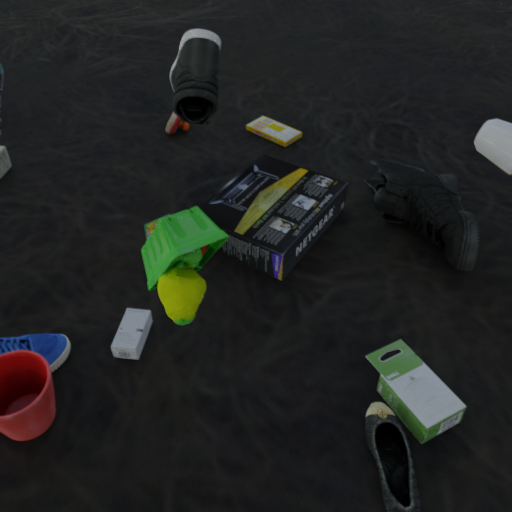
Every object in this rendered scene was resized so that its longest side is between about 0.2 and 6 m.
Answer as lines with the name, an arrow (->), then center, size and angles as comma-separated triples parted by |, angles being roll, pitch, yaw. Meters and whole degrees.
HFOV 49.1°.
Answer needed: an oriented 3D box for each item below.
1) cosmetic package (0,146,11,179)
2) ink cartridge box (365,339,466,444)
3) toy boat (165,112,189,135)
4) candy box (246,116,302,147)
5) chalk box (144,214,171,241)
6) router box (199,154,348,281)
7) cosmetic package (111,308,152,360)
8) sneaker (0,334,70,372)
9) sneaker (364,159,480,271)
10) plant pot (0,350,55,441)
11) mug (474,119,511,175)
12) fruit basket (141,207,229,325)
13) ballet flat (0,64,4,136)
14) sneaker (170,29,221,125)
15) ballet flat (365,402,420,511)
cosmetic package -> -6.405, -2.079, 13.337 | 0.512, 0.606, 1.173 | 7, 41, 8
ink cartridge box -> 2.436, 2.089, 8.797 | 0.782, 0.447, 1.506 | -20, 46, -21
toy boat -> -2.072, -3.580, 15.157 | 0.564, 0.563, 0.863 | 26, 40, -17
candy box -> 0.471, -3.359, 15.067 | 1.398, 0.185, 0.714 | 31, 53, 30
chalk box -> -1.841, -0.378, 11.408 | 0.642, 0.638, 1.029 | -30, 50, -30
router box -> 0.323, -0.949, 11.954 | 2.240, 0.744, 2.849 | 24, 47, 24
cosmetic package -> -2.146, 1.344, 9.723 | 0.458, 0.333, 0.900 | 5, 43, 5
sneaker -> -4.091, 1.519, 8.895 | 2.088, 1.162, 0.802 | -17, 45, -18
sneaker -> 3.363, -0.962, 11.806 | 1.884, 1.085, 3.612 | 4, 37, 4
plant pot -> -3.504, 2.141, 8.295 | 1.134, 1.003, 1.134 | 1, 46, -1
mug -> 4.400, -1.954, 10.093 | 0.853, 1.039, 0.832 | 36, 57, 22
fruit basket -> -0.784, 0.170, 6.236 | 0.844, 1.171, 1.171 | -24, 47, -32
ballet flat -> -4.630, -2.327, 9.301 | 0.736, 0.736, 2.047 | 1, 75, 2
sneaker -> -0.992, -2.430, 8.610 | 0.767, 2.170, 1.076 | 8, 80, -10
ballet flat -> 1.961, 2.842, 7.903 | 0.610, 0.522, 1.837 | -3, 42, -4
